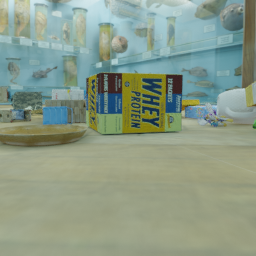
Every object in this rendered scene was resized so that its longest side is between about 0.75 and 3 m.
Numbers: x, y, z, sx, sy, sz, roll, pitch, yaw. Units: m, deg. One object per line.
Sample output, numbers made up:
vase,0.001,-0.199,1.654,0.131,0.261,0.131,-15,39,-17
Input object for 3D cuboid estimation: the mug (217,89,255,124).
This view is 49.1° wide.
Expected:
mug,3.508,-0.625,8.725,1.333,1.122,1.520,3,23,12

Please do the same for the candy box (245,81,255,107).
candy box,3.744,-0.900,6.951,1.253,0.606,2.147,-5,2,14

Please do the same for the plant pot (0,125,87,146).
plant pot,-1.708,0.126,5.557,1.790,0.246,1.790,-1,6,0

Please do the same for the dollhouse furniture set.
dollhouse furniture set,-4.017,-0.831,9.818,0.848,1.211,0.853,4,7,32

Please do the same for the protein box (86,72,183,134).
protein box,0.056,-0.672,7.413,2.060,1.400,2.075,-2,7,-17

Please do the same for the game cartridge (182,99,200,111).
game cartridge,1.877,-0.889,12.234,1.668,0.307,1.892,-4,-11,-35

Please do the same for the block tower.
block tower,-1.326,-0.592,9.609,2.921,0.844,0.789,-2,6,-2

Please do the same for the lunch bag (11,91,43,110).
lunch bag,-5.910,-1.466,16.366,1.662,1.158,1.394,-3,-6,-24

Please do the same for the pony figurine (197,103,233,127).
pony figurine,2.519,-0.315,8.273,0.856,0.713,0.826,14,12,-13

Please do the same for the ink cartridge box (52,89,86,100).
ink cartridge box,-2.322,-0.999,11.563,1.581,1.160,1.154,-1,7,-15

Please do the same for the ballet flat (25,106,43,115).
ballet flat,-4.511,-0.843,13.401,1.468,0.463,0.504,-4,7,-27

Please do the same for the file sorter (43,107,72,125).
file sorter,-2.179,-0.367,8.738,0.795,0.551,0.488,-5,12,-39

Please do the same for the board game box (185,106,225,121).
board game box,4.068,-0.643,11.234,2.848,0.521,2.154,-2,7,-19

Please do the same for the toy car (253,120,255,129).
toy car,4.325,-0.309,6.618,2.689,0.637,2.857,-3,3,-3
